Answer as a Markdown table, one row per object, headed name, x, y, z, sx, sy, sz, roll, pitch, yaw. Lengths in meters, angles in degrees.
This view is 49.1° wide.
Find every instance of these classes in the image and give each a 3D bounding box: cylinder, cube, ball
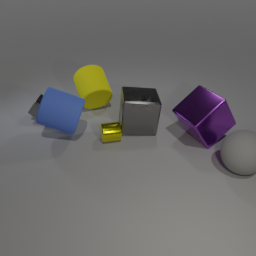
| name | x | y | z | sx | sy | sz | roll | pitch | yaw |
| --- | --- | --- | --- | --- | --- | --- | --- | --- | --- |
| cylinder | -1.548 | -1.801 | 12.349 | 1.400 | 1.400 | 1.400 | -13 | 64 | -20 |
| cube | -3.596 | -0.830 | 11.669 | 0.700 | 0.700 | 0.700 | 35 | 33 | -16 |
| cylinder | -0.647 | 0.142 | 10.349 | 0.700 | 0.700 | 0.700 | -5 | 32 | -14 |
| cube | 0.425 | -0.677 | 10.921 | 1.400 | 1.400 | 1.400 | 3 | 31 | -6 |
| cylinder | -2.433 | -0.617 | 10.212 | 1.400 | 1.400 | 1.400 | 19 | 30 | -11 |
| cube | 2.739 | -0.410 | 10.114 | 1.400 | 1.400 | 1.400 | -42 | 40 | -1 |
| ball | 3.595 | 0.746 | 8.667 | 1.400 | 1.400 | 1.400 | 0 | 32 | 0 |
